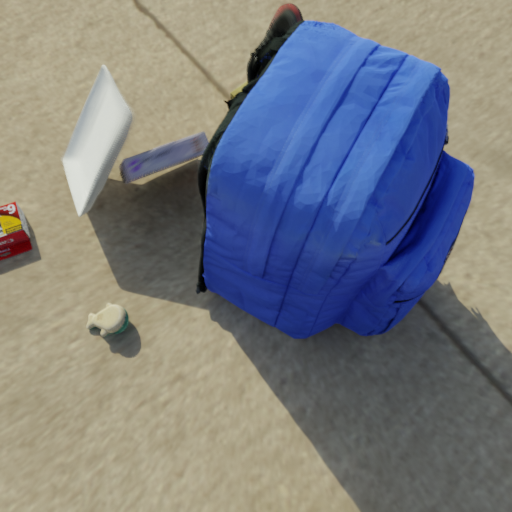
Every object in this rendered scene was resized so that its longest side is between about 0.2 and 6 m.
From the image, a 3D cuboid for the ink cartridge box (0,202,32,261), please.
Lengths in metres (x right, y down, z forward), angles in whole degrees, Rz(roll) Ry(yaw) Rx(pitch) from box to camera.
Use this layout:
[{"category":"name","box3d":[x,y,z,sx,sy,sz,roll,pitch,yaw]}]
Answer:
[{"category":"ink cartridge box","box3d":[-5.019,-0.419,10.879,1.071,0.449,0.940,-21,66,-11]}]

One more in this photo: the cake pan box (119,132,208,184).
[{"category":"cake pan box","box3d":[-1.855,-1.896,10.959,1.712,1.577,0.448,-23,99,-15]}]

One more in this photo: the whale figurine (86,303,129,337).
[{"category":"whale figurine","box3d":[-2.674,1.184,10.154,0.812,0.421,0.646,-10,60,22]}]

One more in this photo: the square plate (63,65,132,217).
[{"category":"square plate","box3d":[-3.014,-2.195,10.631,0.322,2.245,2.267,14,29,-36]}]

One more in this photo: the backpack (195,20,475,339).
[{"category":"backpack","box3d":[1.301,-1.051,8.826,3.904,4.652,3.780,22,65,11]}]

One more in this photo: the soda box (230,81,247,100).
[{"category":"soda box","box3d":[0.584,-3.740,12.347,2.456,0.832,0.786,-41,70,-18]}]

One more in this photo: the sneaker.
[{"category":"sneaker","box3d":[0.334,-3.569,9.971,0.707,0.977,2.000,19,95,15]}]
